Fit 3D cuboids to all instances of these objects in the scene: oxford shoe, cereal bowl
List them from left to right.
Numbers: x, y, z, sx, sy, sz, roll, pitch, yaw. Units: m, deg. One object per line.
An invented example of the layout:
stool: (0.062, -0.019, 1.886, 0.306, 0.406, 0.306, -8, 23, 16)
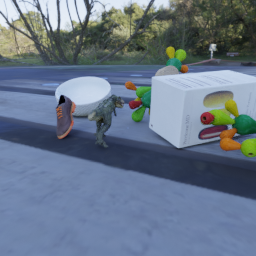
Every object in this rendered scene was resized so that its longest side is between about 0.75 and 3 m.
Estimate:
oxford shoe: (-1.672, -0.301, 7.068, 0.473, 0.482, 1.328, -24, 42, 19)
cereal bowl: (-1.439, -0.962, 9.305, 1.837, 0.765, 1.837, -2, 36, 1)

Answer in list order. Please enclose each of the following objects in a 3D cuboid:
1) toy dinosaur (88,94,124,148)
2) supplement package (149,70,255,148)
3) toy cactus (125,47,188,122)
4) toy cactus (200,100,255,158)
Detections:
toy dinosaur: (-0.564, -0.163, 6.253, 0.531, 0.986, 2.237, 11, 16, 7)
supplement package: (1.857, -0.538, 6.677, 2.380, 1.354, 1.303, -10, 25, -24)
toy cactus: (0.914, -1.389, 8.005, 2.634, 1.347, 2.173, -44, 1, -7)
toy cactus: (2.735, 0.001, 5.296, 2.432, 1.243, 2.006, 7, 5, 27)
